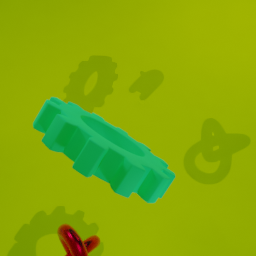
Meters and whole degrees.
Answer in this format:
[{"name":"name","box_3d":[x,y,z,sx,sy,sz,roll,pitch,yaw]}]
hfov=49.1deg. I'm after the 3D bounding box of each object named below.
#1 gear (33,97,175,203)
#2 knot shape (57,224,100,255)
[{"name":"gear","box_3d":[-0.302,0.260,3.985,2.033,2.033,0.376,34,97,16]},{"name":"knot shape","box_3d":[-0.730,1.789,3.732,0.553,1.119,1.196,7,30,5]}]
